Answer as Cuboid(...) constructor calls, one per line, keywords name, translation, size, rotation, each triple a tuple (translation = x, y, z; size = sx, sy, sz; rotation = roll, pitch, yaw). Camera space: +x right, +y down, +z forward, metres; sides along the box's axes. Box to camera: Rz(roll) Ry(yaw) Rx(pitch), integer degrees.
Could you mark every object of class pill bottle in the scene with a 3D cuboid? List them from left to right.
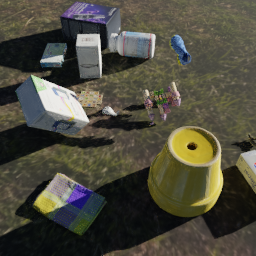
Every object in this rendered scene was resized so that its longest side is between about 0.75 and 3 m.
Cuboid(name="pill bottle", translation=(0.234, -4.435, 14.903), size=(2.312, 1.257, 1.257), rotation=(8, 49, 7))

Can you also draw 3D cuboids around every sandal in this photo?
Cuboid(name="sandal", translation=(2.291, -3.289, 11.933), size=(0.598, 1.504, 0.655), rotation=(-39, 34, -1))

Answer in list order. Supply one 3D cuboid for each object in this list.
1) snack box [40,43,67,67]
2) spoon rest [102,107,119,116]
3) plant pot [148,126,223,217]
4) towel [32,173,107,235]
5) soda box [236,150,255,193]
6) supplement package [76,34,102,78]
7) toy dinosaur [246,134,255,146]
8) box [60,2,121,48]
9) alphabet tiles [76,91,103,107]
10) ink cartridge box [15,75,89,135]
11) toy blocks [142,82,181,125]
Cuboid(name="snack box", translation=(-3.965, -3.945, 15.079), size=(1.066, 0.340, 1.835), rotation=(1, 48, 1))
Cuboid(name="spoon rest", translation=(-0.757, -0.718, 12.294), size=(0.862, 0.261, 0.428), rotation=(19, 48, 33))
Cuboid(name="plant pot", translation=(1.932, 1.259, 9.094), size=(2.459, 2.314, 2.459), rotation=(0, 47, 0))
Cuboid(name="towel", translation=(-1.982, 2.485, 9.376), size=(2.135, 0.243, 1.534), rotation=(24, 52, 20))
Cuboid(name="soda box", translation=(4.623, 1.780, 9.708), size=(0.639, 0.687, 2.013), rotation=(-14, 50, -12))
Cuboid(name="supplement package", translation=(-1.869, -3.473, 13.645), size=(1.075, 1.839, 1.078), rotation=(-2, 48, -2))
Cuboid(name="toy dinosaur", translation=(5.018, 0.571, 11.124), size=(0.391, 0.294, 0.765), rotation=(-18, 56, 2))
Cuboid(name="box", translation=(-2.088, -5.971, 16.126), size=(2.853, 1.488, 2.111), rotation=(13, 49, 12))
Cuboid(name="alphabet tiles", translation=(-1.830, -1.347, 12.951), size=(1.250, 0.040, 1.040), rotation=(3, 48, 3))
Cuboid(name="ink cartridge box", translation=(-2.819, -0.784, 10.659), size=(1.022, 2.335, 1.697), rotation=(-38, 63, 18))
Cuboid(name="toy blocks", translation=(1.480, -0.960, 12.051), size=(1.526, 1.633, 1.374), rotation=(-16, 82, 1))
